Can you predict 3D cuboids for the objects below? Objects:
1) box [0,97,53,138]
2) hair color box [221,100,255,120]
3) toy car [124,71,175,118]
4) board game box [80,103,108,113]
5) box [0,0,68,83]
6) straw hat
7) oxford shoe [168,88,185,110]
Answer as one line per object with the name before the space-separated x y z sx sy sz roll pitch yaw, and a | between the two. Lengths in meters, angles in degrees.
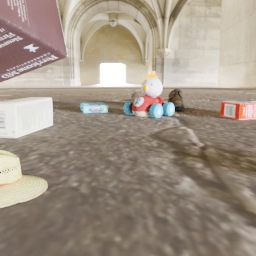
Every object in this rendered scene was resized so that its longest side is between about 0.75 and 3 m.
box | -3.073 -0.379 8.329 0.807 0.986 2.076 2 9 12
hair color box | 4.940 -0.755 11.206 2.083 0.666 1.155 -2 10 -19
toy car | 0.876 -1.437 11.632 1.698 1.843 1.630 9 14 42
board game box | -1.611 -0.954 13.135 1.098 0.341 1.454 -3 11 -14
box | -2.893 -2.382 5.444 2.155 2.133 2.597 -16 -8 17
straw hat | -1.869 0.619 3.984 1.375 0.582 1.375 0 11 0
oxford shoe | 2.310 -1.427 13.848 0.904 1.050 2.487 3 12 4
